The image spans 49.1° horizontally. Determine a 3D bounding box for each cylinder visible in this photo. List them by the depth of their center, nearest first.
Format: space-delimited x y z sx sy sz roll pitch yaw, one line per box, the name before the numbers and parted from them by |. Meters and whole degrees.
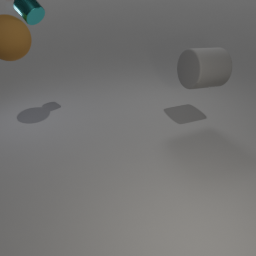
cylinder | -3.119 -3.764 8.863 0.700 0.700 0.700 49 46 8
cylinder | 2.725 -2.147 10.063 1.400 1.400 1.400 -9 31 -23

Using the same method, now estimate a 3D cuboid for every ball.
ball | -3.777 -2.825 8.819 1.400 1.400 1.400 0 30 0
